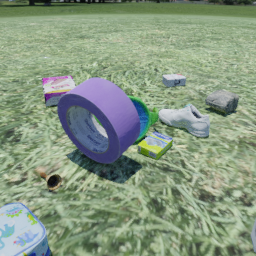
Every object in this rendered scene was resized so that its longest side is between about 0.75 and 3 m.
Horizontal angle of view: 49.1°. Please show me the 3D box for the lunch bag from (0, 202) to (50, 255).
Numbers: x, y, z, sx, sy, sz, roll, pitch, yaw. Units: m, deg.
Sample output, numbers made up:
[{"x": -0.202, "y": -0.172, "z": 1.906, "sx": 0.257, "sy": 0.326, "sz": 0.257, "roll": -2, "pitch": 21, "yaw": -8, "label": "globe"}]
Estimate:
[{"x": -2.863, "y": 2.650, "z": 6.012, "sx": 2.065, "sy": 0.851, "sz": 1.660, "roll": -25, "pitch": 36, "yaw": -39, "label": "lunch bag"}]

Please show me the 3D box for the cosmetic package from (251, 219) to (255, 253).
[{"x": 3.383, "y": 2.434, "z": 6.394, "sx": 0.864, "sy": 0.862, "sz": 0.531, "roll": 5, "pitch": 28, "yaw": 10, "label": "cosmetic package"}]

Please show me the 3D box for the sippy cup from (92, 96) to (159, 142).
[{"x": -0.145, "y": -0.506, "z": 11.051, "sx": 2.382, "sy": 1.870, "sz": 1.745, "roll": 31, "pitch": 10, "yaw": -16, "label": "sippy cup"}]

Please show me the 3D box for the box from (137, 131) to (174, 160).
[{"x": 1.055, "y": 0.591, "z": 10.315, "sx": 0.844, "sy": 0.330, "sz": 1.384, "roll": 22, "pitch": 35, "yaw": 27, "label": "box"}]

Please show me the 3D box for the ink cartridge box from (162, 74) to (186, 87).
[{"x": 2.678, "y": -2.796, "z": 16.402, "sx": 1.155, "sy": 0.482, "sz": 0.839, "roll": -8, "pitch": 30, "yaw": -15, "label": "ink cartridge box"}]

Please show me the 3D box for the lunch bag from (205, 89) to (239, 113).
[{"x": 4.375, "y": -1.228, "z": 13.125, "sx": 1.029, "sy": 0.855, "sz": 1.227, "roll": -19, "pitch": 34, "yaw": -35, "label": "lunch bag"}]

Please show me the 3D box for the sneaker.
[{"x": 2.342, "y": -0.545, "z": 11.640, "sx": 2.453, "sy": 1.085, "sz": 0.923, "roll": 25, "pitch": 38, "yaw": 38, "label": "sneaker"}]

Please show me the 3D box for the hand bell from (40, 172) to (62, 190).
[{"x": -2.497, "y": 1.527, "z": 8.653, "sx": 0.497, "sy": 0.497, "sz": 0.955, "roll": -24, "pitch": 25, "yaw": -37, "label": "hand bell"}]

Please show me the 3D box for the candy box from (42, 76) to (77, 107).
[{"x": -3.577, "y": -1.993, "z": 14.645, "sx": 1.675, "sy": 0.749, "sz": 2.456, "roll": -8, "pitch": 30, "yaw": -16, "label": "candy box"}]

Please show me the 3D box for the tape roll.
[{"x": -0.961, "y": -0.207, "z": 9.012, "sx": 2.605, "sy": 2.605, "sz": 1.107, "roll": 20, "pitch": 44, "yaw": 32, "label": "tape roll"}]
